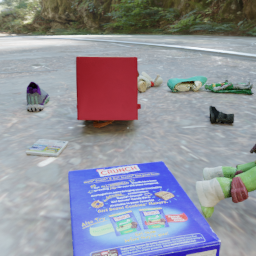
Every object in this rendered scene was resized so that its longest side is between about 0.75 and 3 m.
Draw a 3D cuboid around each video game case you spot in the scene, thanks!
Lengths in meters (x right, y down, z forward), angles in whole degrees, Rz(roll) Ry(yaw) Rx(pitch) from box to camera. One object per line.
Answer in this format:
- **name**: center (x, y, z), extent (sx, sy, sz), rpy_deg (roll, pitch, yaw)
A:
- **video game case**: center (-2.146, 0.529, 7.498), extent (0.872, 0.096, 0.794), rpy_deg (4, 23, 9)

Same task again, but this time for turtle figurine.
- **turtle figurine**: center (2.556, 1.120, 4.654), extent (2.402, 2.478, 1.783), rpy_deg (-19, 35, 26)

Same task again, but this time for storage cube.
- **storage cube**: center (-0.613, -1.235, 8.869), extent (2.058, 1.850, 1.759), rpy_deg (-1, 7, -2)

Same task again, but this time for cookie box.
- **cookie box**: center (0.060, 1.427, 4.373), extent (1.851, 0.813, 2.164), rpy_deg (-5, 23, -12)

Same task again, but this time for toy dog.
- **toy dog**: center (0.852, -2.376, 13.392), extent (1.286, 0.939, 1.950), rpy_deg (11, 25, 25)

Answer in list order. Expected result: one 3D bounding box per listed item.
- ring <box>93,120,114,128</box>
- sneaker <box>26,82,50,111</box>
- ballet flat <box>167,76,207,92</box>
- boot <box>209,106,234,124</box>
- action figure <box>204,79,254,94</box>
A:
- **ring**: center (-0.660, -0.316, 9.054), extent (1.041, 0.100, 1.041), rpy_deg (-23, 26, 12)
- **sneaker**: center (-3.578, -1.437, 11.080), extent (0.832, 0.978, 2.236), rpy_deg (-5, 23, -12)
- **ballet flat**: center (2.817, -1.954, 12.956), extent (2.032, 0.684, 0.715), rpy_deg (-6, 47, -13)
- **boot**: center (3.147, -0.446, 9.440), extent (0.757, 0.381, 1.013), rpy_deg (-3, 32, 12)
- **action figure**: center (4.565, -1.901, 12.849), extent (2.057, 0.562, 1.215), rpy_deg (-1, 25, 6)
